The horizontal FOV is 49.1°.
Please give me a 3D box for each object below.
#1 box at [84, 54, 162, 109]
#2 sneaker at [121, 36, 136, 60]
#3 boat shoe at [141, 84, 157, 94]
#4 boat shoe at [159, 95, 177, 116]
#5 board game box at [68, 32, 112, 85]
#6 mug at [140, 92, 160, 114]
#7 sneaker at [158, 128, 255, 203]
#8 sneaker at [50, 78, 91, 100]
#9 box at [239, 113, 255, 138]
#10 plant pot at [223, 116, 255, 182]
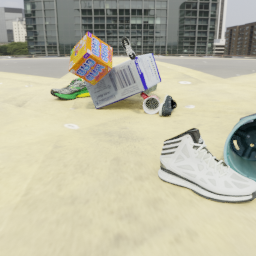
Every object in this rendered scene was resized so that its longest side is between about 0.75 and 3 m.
[{"bbox_3d":[-0.120,-2.244,13.246,2.647,1.510,2.879,-18,10,27],"label":"box"},{"bbox_3d":[0.016,-2.641,9.280,0.269,0.809,0.366,-26,13,11],"label":"sneaker"},{"bbox_3d":[0.963,-2.531,16.427,0.840,0.994,2.789,11,13,20],"label":"boat shoe"},{"bbox_3d":[1.805,-0.970,12.082,0.605,0.681,1.823,7,21,17],"label":"boat shoe"},{"bbox_3d":[-1.448,-2.691,10.984,1.218,1.218,1.219,26,46,-34],"label":"board game box"},{"bbox_3d":[1.046,-1.189,12.355,0.749,0.997,1.123,-15,11,12],"label":"mug"},{"bbox_3d":[1.640,0.709,5.920,2.202,1.267,0.831,12,21,32],"label":"sneaker"},{"bbox_3d":[-3.000,-2.150,15.053,2.555,1.088,0.997,-16,24,-40],"label":"sneaker"},{"bbox_3d":[5.242,0.161,8.448,2.321,0.751,2.943,-13,23,-37],"label":"box"},{"bbox_3d":[3.091,0.402,6.580,1.662,1.662,1.628,5,12,16],"label":"plant pot"}]
